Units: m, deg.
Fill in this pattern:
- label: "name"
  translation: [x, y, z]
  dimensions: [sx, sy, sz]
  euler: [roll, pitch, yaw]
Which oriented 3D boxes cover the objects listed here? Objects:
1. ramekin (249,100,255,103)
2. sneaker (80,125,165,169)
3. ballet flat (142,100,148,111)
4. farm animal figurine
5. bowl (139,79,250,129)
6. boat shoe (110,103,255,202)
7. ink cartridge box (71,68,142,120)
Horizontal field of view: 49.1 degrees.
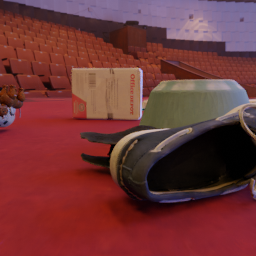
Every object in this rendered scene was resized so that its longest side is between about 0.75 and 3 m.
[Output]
- label: "ramekin"
  translation: [4.932, -0.677, 10.641]
  dimensions: [1.601, 0.781, 1.601]
  euler: [0, 8, 0]
- label: "sneaker"
  translation: [0.531, 0.253, 4.031]
  dimensions: [2.237, 0.672, 1.167]
  euler: [-7, 15, -26]
- label: "ballet flat"
  translation: [1.628, -1.402, 15.922]
  dimensions: [2.629, 0.820, 0.887]
  euler: [-2, 7, -14]
- label: "farm animal figurine"
  translation: [-4.007, -0.476, 6.905]
  dimensions: [2.544, 1.279, 2.054]
  euler: [6, -4, -32]
- label: "bowl"
  translation: [1.375, -0.294, 5.705]
  dimensions: [2.559, 1.338, 2.559]
  euler: [-1, 8, 0]
- label: "boat shoe"
  translation: [1.142, 0.234, 3.033]
  dimensions: [2.638, 0.988, 0.816]
  euler: [-5, 7, -21]
- label: "ink cartridge box"
  translation: [-0.778, -1.334, 11.066]
  dimensions: [2.682, 1.965, 1.110]
  euler: [2, 8, 8]
